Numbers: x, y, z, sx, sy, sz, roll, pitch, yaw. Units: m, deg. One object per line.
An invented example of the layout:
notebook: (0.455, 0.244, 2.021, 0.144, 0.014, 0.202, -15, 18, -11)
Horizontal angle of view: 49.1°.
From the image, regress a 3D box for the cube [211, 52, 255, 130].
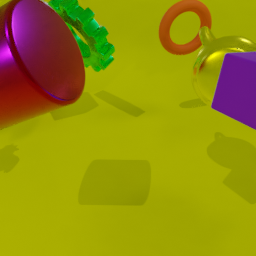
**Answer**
cube: (1.761, -0.534, 3.778, 0.795, 0.795, 0.795, -12, 33, -33)

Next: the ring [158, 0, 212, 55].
ring: (1.372, -2.379, 6.708, 1.336, 1.336, 0.267, -9, 40, -11)

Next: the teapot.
teapot: (1.823, -0.899, 4.858, 2.030, 1.262, 0.994, 56, 36, 0)

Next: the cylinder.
cylinder: (-1.410, -0.727, 3.470, 1.289, 1.289, 1.289, -16, 31, 24)

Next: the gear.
gear: (-1.180, -2.258, 6.850, 1.972, 1.972, 0.365, 30, 70, 34)
